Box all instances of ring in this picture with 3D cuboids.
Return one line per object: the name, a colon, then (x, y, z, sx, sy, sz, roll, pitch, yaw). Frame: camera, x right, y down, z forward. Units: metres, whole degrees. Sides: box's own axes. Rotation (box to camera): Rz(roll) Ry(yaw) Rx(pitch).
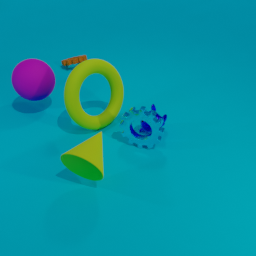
ring: (-0.943, -0.972, 8.236, 2.074, 2.074, 0.415, -32, 30, -35)

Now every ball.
ball: (-2.979, -1.517, 8.868, 1.316, 1.316, 1.316, 0, 37, 0)

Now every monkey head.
monkey head: (0.750, -0.233, 8.172, 0.670, 1.113, 0.800, 33, 44, 9)

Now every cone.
cone: (-0.835, 0.490, 6.501, 1.058, 1.058, 1.062, 14, 55, 18)

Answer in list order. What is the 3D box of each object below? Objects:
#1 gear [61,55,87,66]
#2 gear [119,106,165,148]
gear: (-2.313, -2.919, 12.079, 1.079, 0.200, 1.079, -11, 21, 4)
gear: (0.374, -0.003, 7.587, 1.210, 1.210, 0.224, 12, 36, 15)
